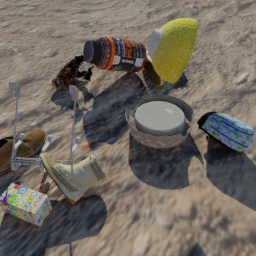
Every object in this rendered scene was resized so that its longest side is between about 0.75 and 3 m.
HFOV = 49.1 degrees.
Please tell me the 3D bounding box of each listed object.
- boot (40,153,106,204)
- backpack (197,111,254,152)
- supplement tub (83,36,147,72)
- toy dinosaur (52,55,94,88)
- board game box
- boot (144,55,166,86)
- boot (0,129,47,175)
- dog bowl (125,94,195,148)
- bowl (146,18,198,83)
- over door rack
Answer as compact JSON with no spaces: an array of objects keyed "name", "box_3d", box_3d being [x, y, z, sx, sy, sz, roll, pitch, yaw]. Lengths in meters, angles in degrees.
[{"name":"boot","box_3d":[-1.726,1.216,8.727,1.432,0.671,1.843,-37,73,-19]},{"name":"backpack","box_3d":[3.604,0.131,10.072,1.437,1.354,1.762,13,36,-51]},{"name":"supplement tub","box_3d":[-0.630,-3.527,13.512,2.935,1.570,1.570,-4,36,-35]},{"name":"toy dinosaur","box_3d":[-2.683,-2.881,13.608,1.724,1.298,2.541,-5,59,38]},{"name":"board game box","box_3d":[-2.945,2.196,8.065,1.259,0.660,0.649,14,43,17]},{"name":"boot","box_3d":[1.955,-3.109,14.150,2.049,0.955,2.649,-8,41,-13]},{"name":"boot","box_3d":[-3.820,0.589,9.790,0.888,0.910,2.412,18,41,26]},{"name":"dog bowl","box_3d":[1.221,-0.272,10.890,2.657,0.779,2.657,0,41,0]},{"name":"bowl","box_3d":[1.243,-2.586,8.960,1.119,2.079,2.079,16,40,-8]},{"name":"over door rack","box_3d":[-2.687,-0.003,9.238,2.147,2.906,0.968,3,8,2]}]
